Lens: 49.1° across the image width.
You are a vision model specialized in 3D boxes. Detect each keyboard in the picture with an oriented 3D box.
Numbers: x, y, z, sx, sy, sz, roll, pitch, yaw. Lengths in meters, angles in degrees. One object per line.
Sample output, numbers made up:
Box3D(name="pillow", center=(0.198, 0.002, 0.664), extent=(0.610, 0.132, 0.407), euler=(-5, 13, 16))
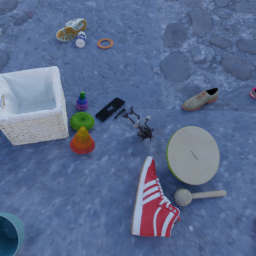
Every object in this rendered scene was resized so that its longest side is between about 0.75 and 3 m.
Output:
Box3D(name="keyboard", center=(-0.629, -0.732, 12.028), extent=(0.914, 0.148, 1.438), euler=(31, 60, 28))

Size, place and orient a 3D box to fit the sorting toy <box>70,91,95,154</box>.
Box3D(name="sorting toy", center=(-1.791, -0.396, 11.049), extent=(1.002, 0.995, 2.890), euler=(1, 48, -10))

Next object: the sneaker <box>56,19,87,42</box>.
Box3D(name="sneaker", center=(-3.158, -5.299, 15.150), extent=(0.873, 0.753, 1.990), euler=(26, 53, 36))

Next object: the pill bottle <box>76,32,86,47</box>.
Box3D(name="pill bottle", center=(-2.464, -4.679, 14.732), extent=(0.471, 0.471, 0.849), euler=(0, 53, 0))

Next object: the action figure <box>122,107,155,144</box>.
Box3D(name="action figure", center=(0.553, -0.125, 10.923), extent=(1.563, 0.929, 0.798), euler=(47, 41, 6))

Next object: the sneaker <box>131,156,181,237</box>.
Box3D(name="sneaker", center=(1.039, 2.264, 9.306), extent=(1.501, 0.951, 2.669), euler=(6, 61, 9))

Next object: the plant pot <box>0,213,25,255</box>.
Box3D(name="plant pot", center=(-3.742, 3.188, 8.499), extent=(1.428, 0.961, 1.428), euler=(0, 91, 7))

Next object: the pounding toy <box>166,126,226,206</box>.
Box3D(name="pounding toy", center=(2.165, 1.309, 10.096), extent=(2.025, 1.217, 2.623), euler=(-8, 83, -19))

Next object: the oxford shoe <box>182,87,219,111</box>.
Box3D(name="oxford shoe", center=(3.136, -1.320, 12.124), extent=(1.798, 0.672, 0.633), euler=(-25, 57, -17))

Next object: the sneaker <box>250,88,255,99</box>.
Box3D(name="sneaker", center=(5.847, -1.385, 12.362), extent=(0.405, 0.375, 1.005), euler=(-36, 62, -24))

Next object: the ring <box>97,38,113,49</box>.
Box3D(name="ring", center=(-1.201, -4.466, 14.821), extent=(0.860, 0.082, 0.860), euler=(0, 54, -1))

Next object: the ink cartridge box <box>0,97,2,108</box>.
Box3D(name="ink cartridge box", center=(-5.620, -0.966, 12.041), extent=(1.264, 0.444, 2.118), euler=(-11, 56, -8))

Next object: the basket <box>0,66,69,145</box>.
Box3D(name="basket", center=(-3.688, -0.816, 10.957), extent=(2.430, 1.954, 2.408), euler=(-9, 54, -7))
